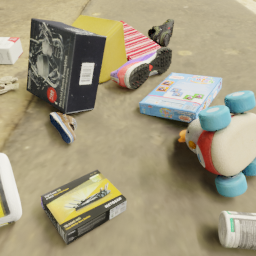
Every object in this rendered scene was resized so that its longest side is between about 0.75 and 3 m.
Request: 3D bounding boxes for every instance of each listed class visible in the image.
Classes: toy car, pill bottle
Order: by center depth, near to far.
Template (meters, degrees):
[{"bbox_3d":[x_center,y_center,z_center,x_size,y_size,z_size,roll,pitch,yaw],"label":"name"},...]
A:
[{"bbox_3d":[-3.087,1.307,4.700,2.284,1.279,1.279,-15,40,-22],"label":"pill bottle"},{"bbox_3d":[2.120,1.746,4.743,1.042,0.589,0.589,3,38,5],"label":"pill bottle"},{"bbox_3d":[1.787,0.277,6.205,1.687,1.758,1.907,-28,17,-32],"label":"toy car"}]

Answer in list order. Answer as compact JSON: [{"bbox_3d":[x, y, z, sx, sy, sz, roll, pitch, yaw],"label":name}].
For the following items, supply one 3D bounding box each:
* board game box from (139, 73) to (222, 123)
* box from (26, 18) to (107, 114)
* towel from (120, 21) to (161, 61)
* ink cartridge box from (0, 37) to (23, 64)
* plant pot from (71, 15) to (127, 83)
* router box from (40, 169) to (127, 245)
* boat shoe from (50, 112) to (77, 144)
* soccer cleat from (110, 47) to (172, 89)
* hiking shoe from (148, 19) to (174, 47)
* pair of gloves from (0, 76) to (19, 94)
[{"bbox_3d":[1.612,-0.979,8.288,1.685,0.408,2.228,13,40,30],"label":"board game box"},{"bbox_3d":[-1.814,-1.768,7.903,1.939,2.129,1.108,28,27,33],"label":"box"},{"bbox_3d":[0.006,-3.467,11.322,2.681,0.301,1.939,41,50,21],"label":"towel"},{"bbox_3d":[-5.124,-3.013,10.881,1.625,0.681,1.173,1,37,2],"label":"ink cartridge box"},{"bbox_3d":[-1.258,-2.473,9.454,1.746,1.757,1.798,19,53,23],"label":"plant pot"},{"bbox_3d":[-0.831,1.420,5.294,1.292,0.337,1.016,-22,42,-33],"label":"router box"},{"bbox_3d":[-1.590,-0.090,7.242,0.480,0.479,1.326,-20,42,-26],"label":"boat shoe"},{"bbox_3d":[0.558,-2.174,9.666,1.002,0.934,2.738,19,42,35],"label":"soccer cleat"},{"bbox_3d":[1.461,-4.406,12.601,1.068,0.804,2.122,12,40,9],"label":"hiking shoe"},{"bbox_3d":[-4.049,-1.403,9.205,0.886,0.183,1.042,-17,38,-15],"label":"pair of gloves"}]
